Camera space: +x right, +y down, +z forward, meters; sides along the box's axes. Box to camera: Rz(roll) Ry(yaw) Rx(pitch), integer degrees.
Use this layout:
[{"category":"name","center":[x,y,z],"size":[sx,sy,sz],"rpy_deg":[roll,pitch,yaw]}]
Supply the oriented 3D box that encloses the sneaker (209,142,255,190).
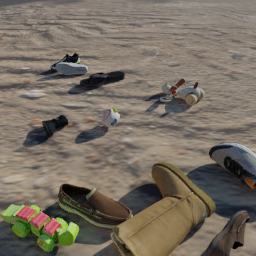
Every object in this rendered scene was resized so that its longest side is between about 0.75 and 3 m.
[{"category":"sneaker","center":[3.717,1.287,8.855],"size":[2.619,0.968,1.038],"rpy_deg":[28,47,35]}]

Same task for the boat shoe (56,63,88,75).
[{"category":"boat shoe","center":[-3.311,-3.492,16.566],"size":[1.862,0.685,0.622],"rpy_deg":[7,21,-11]}]

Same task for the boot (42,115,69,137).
[{"category":"boot","center":[-2.906,-0.119,11.424],"size":[0.998,0.454,1.188],"rpy_deg":[-18,31,-19]}]

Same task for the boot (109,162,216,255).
[{"category":"boot","center":[0.665,2.173,7.533],"size":[2.736,0.905,2.396],"rpy_deg":[-25,40,-31]}]

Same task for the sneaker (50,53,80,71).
[{"category":"sneaker","center":[-3.881,-4.151,17.241],"size":[2.110,0.874,0.756],"rpy_deg":[-28,42,-35]}]

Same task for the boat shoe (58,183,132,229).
[{"category":"boat shoe","center":[-0.963,2.082,7.702],"size":[2.246,0.831,0.830],"rpy_deg":[10,34,15]}]

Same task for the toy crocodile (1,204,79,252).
[{"category":"toy crocodile","center":[-2.303,2.468,7.233],"size":[2.277,0.703,0.769],"rpy_deg":[15,36,23]}]

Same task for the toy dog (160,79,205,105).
[{"category":"toy dog","center":[2.662,-1.917,13.648],"size":[2.176,1.048,1.435],"rpy_deg":[9,34,13]}]

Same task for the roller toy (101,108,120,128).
[{"category":"roller toy","center":[-0.716,-0.392,11.554],"size":[0.770,0.538,0.703],"rpy_deg":[-18,46,46]}]

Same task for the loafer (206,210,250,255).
[{"category":"loafer","center":[2.629,2.742,7.022],"size":[1.661,0.606,0.589],"rpy_deg":[-33,54,-31]}]

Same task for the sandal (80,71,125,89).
[{"category":"sandal","center":[-1.457,-2.807,15.422],"size":[2.829,0.606,1.076],"rpy_deg":[-24,40,-32]}]
